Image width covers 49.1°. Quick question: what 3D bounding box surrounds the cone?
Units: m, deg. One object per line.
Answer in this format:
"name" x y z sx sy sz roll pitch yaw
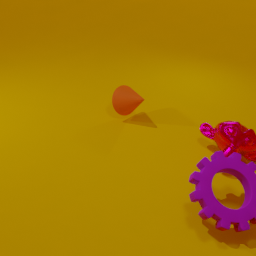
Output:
"cone" 0.190 -0.885 8.881 1.009 1.009 1.013 -27 19 -34

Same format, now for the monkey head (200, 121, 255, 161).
"monkey head" 2.718 0.459 7.415 1.818 1.095 1.308 29 81 8

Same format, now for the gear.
"gear" 2.062 1.268 5.728 1.587 0.293 1.587 3 64 -6
